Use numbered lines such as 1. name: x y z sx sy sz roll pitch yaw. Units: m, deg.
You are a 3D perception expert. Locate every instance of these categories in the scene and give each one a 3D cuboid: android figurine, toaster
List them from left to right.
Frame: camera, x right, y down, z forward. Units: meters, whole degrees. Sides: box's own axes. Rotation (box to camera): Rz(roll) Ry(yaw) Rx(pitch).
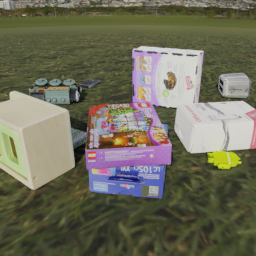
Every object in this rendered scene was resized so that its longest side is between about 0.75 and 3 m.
1. android figurine: 2.905 0.942 8.501 0.986 0.202 0.897 3 26 9
2. toaster: 5.251 -2.140 13.920 1.234 1.086 1.910 0 26 6

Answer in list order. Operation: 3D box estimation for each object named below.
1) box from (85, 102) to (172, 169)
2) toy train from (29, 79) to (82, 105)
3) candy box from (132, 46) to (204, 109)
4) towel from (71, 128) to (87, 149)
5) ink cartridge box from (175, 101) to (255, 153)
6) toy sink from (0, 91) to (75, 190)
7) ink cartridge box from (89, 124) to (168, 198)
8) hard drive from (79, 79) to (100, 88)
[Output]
1. box: -0.099 0.060 7.453 1.927 0.551 2.817 -3 25 -5
2. toy train: -3.394 -1.604 13.018 2.444 1.042 1.393 0 38 -5
3. candy box: 1.718 -2.238 12.500 2.929 2.457 1.048 11 28 22
4. towel: -2.248 0.285 9.675 1.745 0.268 1.302 16 29 34
5. ink cartridge box: 3.114 -0.090 9.632 2.584 1.070 1.893 -3 26 -7
6. toy sink: -3.114 0.217 8.117 2.835 1.848 1.588 21 33 35
7. ink cartridge box: 0.083 0.864 7.708 1.926 1.078 2.823 4 28 8
8. hard drive: -2.124 -2.466 15.566 0.735 0.231 1.090 12 28 23
